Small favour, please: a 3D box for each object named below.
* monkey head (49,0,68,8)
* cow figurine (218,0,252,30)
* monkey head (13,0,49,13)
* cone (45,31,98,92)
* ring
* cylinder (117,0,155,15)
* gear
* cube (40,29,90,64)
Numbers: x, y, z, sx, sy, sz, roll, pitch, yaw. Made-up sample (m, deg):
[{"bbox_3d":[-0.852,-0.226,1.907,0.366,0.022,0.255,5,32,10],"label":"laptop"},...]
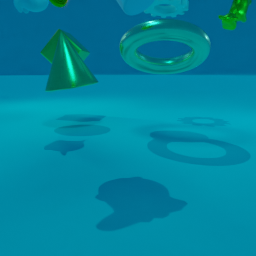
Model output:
[{"bbox_3d":[-1.076,-2.885,4.390,1.337,1.858,1.120,17,-32,-27],"label":"monkey head"},{"bbox_3d":[3.540,-3.835,9.221,0.674,1.228,1.209,26,19,35],"label":"cow figurine"},{"bbox_3d":[-2.410,-3.318,6.820,0.819,0.978,1.360,-19,14,15],"label":"monkey head"},{"bbox_3d":[-1.718,-1.917,7.859,1.534,1.540,1.534,-9,13,2],"label":"cone"},{"bbox_3d":[0.822,-1.772,6.379,2.039,0.408,2.039,3,-13,1],"label":"ring"},{"bbox_3d":[0.095,-4.029,7.897,1.151,1.151,1.151,-29,-12,-7],"label":"cylinder"},{"bbox_3d":[1.309,-4.354,9.910,1.613,0.298,1.613,4,1,0],"label":"gear"},{"bbox_3d":[-2.263,-2.751,10.236,1.099,1.099,1.099,43,13,0],"label":"cube"}]
